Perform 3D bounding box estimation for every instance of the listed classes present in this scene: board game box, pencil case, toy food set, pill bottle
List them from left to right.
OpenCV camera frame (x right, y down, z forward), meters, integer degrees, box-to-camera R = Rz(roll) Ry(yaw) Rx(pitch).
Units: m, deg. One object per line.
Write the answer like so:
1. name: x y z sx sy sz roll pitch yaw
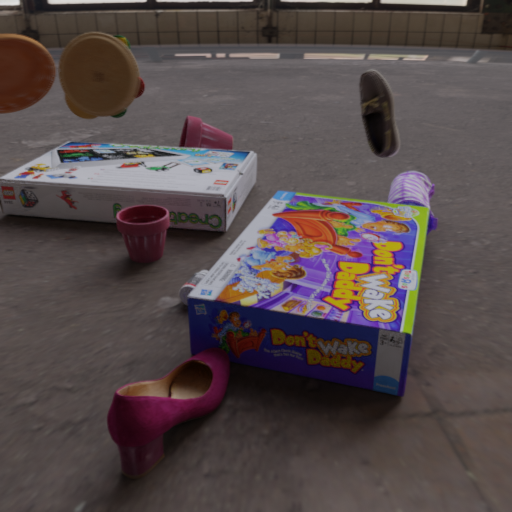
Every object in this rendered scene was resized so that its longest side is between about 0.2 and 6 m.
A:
1. toy food set: -2.554 -2.948 9.220 1.355 1.369 0.333 -5 21 3
2. board game box: -2.835 -1.784 13.328 5.220 0.903 3.296 5 27 10
3. pill bottle: -0.963 0.514 9.277 0.386 0.386 0.697 9 27 17
4. board game box: 1.147 0.247 9.131 2.964 0.987 4.408 8 27 16
5. pencil case: 3.274 -1.079 11.800 1.009 0.991 2.360 -5 24 17

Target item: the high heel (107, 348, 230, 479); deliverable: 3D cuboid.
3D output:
1. high heel: -0.892 1.460 6.568 0.755 1.077 2.239 9 28 18

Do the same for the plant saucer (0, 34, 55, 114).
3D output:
1. plant saucer: -3.341 -2.434 7.438 1.278 1.278 0.239 -17 66 -31

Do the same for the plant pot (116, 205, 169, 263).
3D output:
1. plant pot: -2.100 -0.387 10.546 0.980 0.877 0.980 0 25 0

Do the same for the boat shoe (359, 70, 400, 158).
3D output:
1. boat shoe: 2.465 -2.918 11.488 0.658 1.831 0.545 -10 6 40

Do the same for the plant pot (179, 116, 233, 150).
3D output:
1. plant pot: -1.383 -2.969 15.353 1.326 1.482 1.482 10 24 -15
